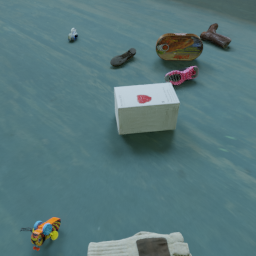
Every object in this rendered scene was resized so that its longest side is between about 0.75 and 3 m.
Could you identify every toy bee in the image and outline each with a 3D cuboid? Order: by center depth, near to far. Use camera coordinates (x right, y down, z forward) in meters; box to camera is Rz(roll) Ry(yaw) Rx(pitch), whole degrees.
[{"bbox_3d":[-1.895,2.302,6.040,1.022,0.556,0.669,5,-1,-42],"label":"toy bee"}]

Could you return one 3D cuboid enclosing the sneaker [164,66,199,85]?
[{"bbox_3d":[1.991,-2.057,10.857,1.434,0.567,0.684,-15,24,-17],"label":"sneaker"}]

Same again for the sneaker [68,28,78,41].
[{"bbox_3d":[-2.594,-4.482,13.513,0.393,0.355,0.922,12,51,-2],"label":"sneaker"}]

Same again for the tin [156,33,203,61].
[{"bbox_3d":[2.145,-3.407,11.788,1.967,1.102,0.412,2,36,1],"label":"tin"}]

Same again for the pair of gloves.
[{"bbox_3d":[0.398,3.203,5.253,2.157,0.445,2.536,-7,46,-12],"label":"pair of gloves"}]

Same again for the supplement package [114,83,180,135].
[{"bbox_3d":[0.541,-0.620,8.806,1.843,1.103,1.117,-6,44,-6],"label":"supplement package"}]

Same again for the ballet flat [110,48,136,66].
[{"bbox_3d":[-0.195,-2.966,11.914,0.478,0.329,1.418,45,62,9],"label":"ballet flat"}]

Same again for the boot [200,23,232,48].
[{"bbox_3d":[4.374,-4.356,13.217,1.371,0.473,1.472,-42,53,-20],"label":"boot"}]
